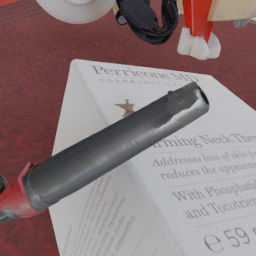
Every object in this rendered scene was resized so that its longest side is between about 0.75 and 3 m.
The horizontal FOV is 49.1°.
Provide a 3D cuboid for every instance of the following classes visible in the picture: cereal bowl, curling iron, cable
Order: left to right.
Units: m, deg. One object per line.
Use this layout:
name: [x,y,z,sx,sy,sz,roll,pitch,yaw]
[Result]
curling iron: [-0.635,0.301,1.857,2.468,0.315,0.612,-26,57,34]
cereal bowl: [-1.166,-3.439,6.301,2.270,2.270,0.946,-8,37,-10]
cable: [0.262,-2.789,5.521,0.634,2.496,2.037,-17,71,34]

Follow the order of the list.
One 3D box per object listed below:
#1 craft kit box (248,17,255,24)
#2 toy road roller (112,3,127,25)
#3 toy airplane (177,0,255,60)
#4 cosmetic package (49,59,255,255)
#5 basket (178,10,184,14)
craft kit box: [2.414,-1.987,4.339,0.885,0.896,0.217,30,13,22]
toy road roller: [0.244,-3.669,8.397,1.444,1.054,0.887,3,54,-31]
toy airplane: [1.376,-2.094,4.510,1.408,1.986,1.995,-17,72,-7]
cosmetic package: [0.427,0.758,2.842,1.943,1.932,2.322,-1,37,-29]
basket: [1.872,-4.574,7.887,1.676,2.473,1.525,18,48,36]
